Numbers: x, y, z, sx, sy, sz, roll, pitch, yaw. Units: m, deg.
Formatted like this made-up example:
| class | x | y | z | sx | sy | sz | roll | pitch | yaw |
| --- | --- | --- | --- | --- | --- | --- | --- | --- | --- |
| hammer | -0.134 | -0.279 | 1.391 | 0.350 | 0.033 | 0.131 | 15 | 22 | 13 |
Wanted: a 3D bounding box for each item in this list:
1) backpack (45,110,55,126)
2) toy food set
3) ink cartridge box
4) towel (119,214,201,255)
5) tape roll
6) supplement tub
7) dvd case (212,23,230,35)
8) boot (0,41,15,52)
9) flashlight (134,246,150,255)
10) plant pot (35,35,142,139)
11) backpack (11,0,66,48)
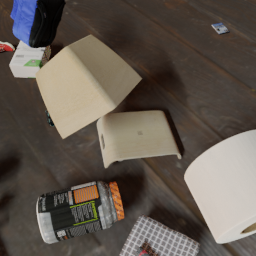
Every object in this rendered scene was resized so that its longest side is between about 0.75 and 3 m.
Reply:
| class | x | y | z | sx | sy | sz | roll | pitch | yaw |
| --- | --- | --- | --- | --- | --- | --- | --- | --- | --- |
| backpack | -2.848 | -0.484 | 11.095 | 0.754 | 0.663 | 0.578 | -18 | 26 | -25 |
| toy food set | 0.381 | 0.421 | 10.450 | 2.826 | 0.854 | 2.028 | -5 | 53 | -14 |
| ink cartridge box | -4.478 | -3.256 | 13.031 | 1.355 | 0.782 | 1.855 | 4 | 54 | 3 |
| towel | 0.685 | 3.861 | 7.693 | 1.995 | 1.031 | 2.409 | 23 | 57 | 17 |
| tape roll | 3.393 | 1.732 | 8.049 | 2.975 | 2.975 | 2.043 | -15 | 56 | -11 |
| supplement tub | -1.393 | 2.457 | 8.458 | 2.382 | 1.460 | 1.460 | -12 | 55 | -8 |
| dvd case | 4.961 | -5.325 | 14.986 | 0.621 | 0.076 | 0.871 | -15 | 55 | -12 |
| boot | -6.206 | -3.797 | 13.671 | 1.199 | 0.434 | 0.865 | 16 | 56 | 21 |
| flashlight | 0.554 | 3.482 | 7.298 | 0.852 | 0.289 | 0.288 | 38 | 93 | 22 |
| plant pot | -1.310 | -1.372 | 8.280 | 1.980 | 2.236 | 2.234 | 53 | 36 | -13 |
| backpack | -3.120 | -3.727 | 9.505 | 1.497 | 1.784 | 1.450 | 35 | 33 | 20 |
